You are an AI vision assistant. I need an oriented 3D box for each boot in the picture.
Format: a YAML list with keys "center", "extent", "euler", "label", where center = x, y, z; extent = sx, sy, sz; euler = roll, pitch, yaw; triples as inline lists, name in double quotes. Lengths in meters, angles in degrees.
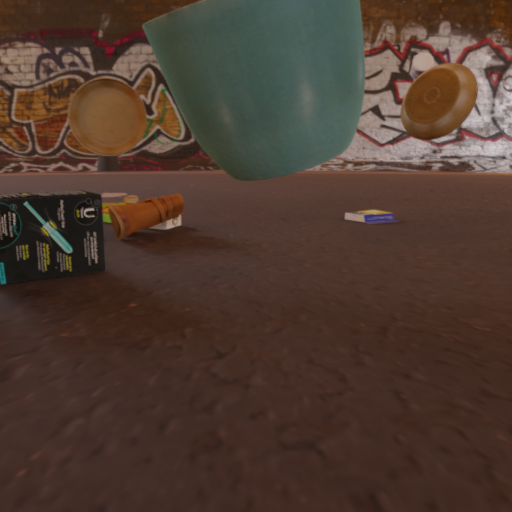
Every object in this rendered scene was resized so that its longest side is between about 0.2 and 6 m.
- center: [-2.353, -0.912, 12.354]
  extent: [1.630, 0.805, 2.099]
  euler: [-17, 0, -9]
  label: "boot"

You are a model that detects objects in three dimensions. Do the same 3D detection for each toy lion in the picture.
- center: [-3.962, -1.220, 15.414]
  extent: [1.696, 0.582, 1.626]
  euler: [0, 19, 1]
  label: "toy lion"

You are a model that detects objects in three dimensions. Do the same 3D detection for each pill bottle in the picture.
- center: [3.794, -4.228, 12.759]
  extent: [0.452, 0.452, 0.795]
  euler: [3, -10, 16]
  label: "pill bottle"

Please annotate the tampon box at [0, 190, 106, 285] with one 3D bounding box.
- center: [-3.305, -0.333, 8.615]
  extent: [1.659, 1.243, 1.047]
  euler: [-7, 13, -34]
  label: "tampon box"

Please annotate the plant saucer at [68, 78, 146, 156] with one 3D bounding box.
- center: [-2.977, -2.787, 11.282]
  extent: [1.527, 1.527, 0.270]
  euler: [-2, 13, -8]
  label: "plant saucer"

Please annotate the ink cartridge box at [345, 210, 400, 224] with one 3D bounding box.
- center: [3.134, -1.058, 15.107]
  extent: [1.059, 0.252, 1.072]
  euler: [-6, 11, -29]
  label: "ink cartridge box"

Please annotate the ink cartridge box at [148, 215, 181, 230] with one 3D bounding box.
- center: [-2.285, -0.870, 13.826]
  extent: [0.583, 0.337, 0.802]
  euler: [3, 11, 18]
  label: "ink cartridge box"

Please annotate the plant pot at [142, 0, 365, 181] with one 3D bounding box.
- center: [0.216, -2.766, 8.906]
  extent: [3.319, 2.664, 3.319]
  euler: [-15, 20, 6]
  label: "plant pot"

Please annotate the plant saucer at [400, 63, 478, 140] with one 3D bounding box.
- center: [3.612, -3.186, 11.361]
  extent: [0.296, 1.674, 1.674]
  euler: [18, -5, -44]
  label: "plant saucer"
